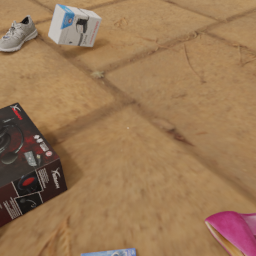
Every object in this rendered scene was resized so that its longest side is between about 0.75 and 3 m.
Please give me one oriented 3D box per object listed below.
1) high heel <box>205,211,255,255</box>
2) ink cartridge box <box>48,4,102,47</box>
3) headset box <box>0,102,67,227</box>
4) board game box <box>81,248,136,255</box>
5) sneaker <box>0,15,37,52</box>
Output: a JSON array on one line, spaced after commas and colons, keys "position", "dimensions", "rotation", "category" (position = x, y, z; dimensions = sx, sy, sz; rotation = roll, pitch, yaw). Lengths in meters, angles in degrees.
[{"position": [1.904, 2.275, 4.163], "dimensions": [1.028, 0.721, 2.142], "rotation": [-1, 57, -12], "category": "high heel"}, {"position": [-1.844, -3.552, 9.866], "dimensions": [1.580, 1.146, 0.661], "rotation": [-12, 47, -46], "category": "ink cartridge box"}, {"position": [-3.085, 0.949, 5.592], "dimensions": [2.961, 1.111, 2.201], "rotation": [-26, 49, -26], "category": "headset box"}, {"position": [-0.292, 2.513, 4.573], "dimensions": [0.956, 0.208, 0.960], "rotation": [-5, 43, -4], "category": "board game box"}, {"position": [-4.373, -3.645, 10.750], "dimensions": [0.810, 0.889, 2.168], "rotation": [12, 44, 13], "category": "sneaker"}]
